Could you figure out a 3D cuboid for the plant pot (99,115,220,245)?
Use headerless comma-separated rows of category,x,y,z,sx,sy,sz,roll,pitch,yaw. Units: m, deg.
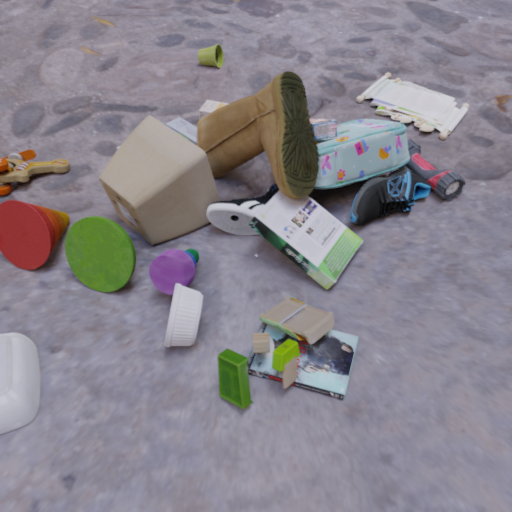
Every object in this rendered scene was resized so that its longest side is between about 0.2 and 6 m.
plant pot,-2.004,-1.361,11.288,1.640,1.853,1.851,-41,57,-20

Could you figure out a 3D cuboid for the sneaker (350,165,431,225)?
sneaker,2.822,-1.235,11.757,2.165,0.792,0.887,-35,55,-30

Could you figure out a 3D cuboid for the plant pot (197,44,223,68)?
plant pot,-1.380,-5.921,16.629,0.620,0.674,0.674,4,44,20

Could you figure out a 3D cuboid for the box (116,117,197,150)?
box,-2.083,-2.526,13.340,1.933,0.398,1.507,-35,55,-29

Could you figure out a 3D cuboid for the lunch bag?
lunch bag,1.791,-2.279,12.256,2.622,1.011,2.103,-18,24,-18

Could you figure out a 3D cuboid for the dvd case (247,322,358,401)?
dvd case,0.769,1.637,9.312,1.670,0.184,1.219,13,46,14

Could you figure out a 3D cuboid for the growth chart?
growth chart,4.161,-4.056,14.968,2.911,0.258,2.106,33,54,28

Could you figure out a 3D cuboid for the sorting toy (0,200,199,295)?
sorting toy,-2.905,-0.274,10.756,4.121,1.429,1.419,13,22,15

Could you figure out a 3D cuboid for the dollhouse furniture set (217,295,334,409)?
dollhouse furniture set,0.330,1.545,9.128,1.069,0.826,2.138,17,32,37

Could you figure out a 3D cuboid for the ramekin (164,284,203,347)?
ramekin,-1.206,1.025,9.369,0.495,1.064,1.064,11,44,-8

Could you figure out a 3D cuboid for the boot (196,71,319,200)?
boot,-0.080,-2.157,11.767,0.988,2.989,2.618,6,77,-38

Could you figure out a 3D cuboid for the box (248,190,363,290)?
box,0.977,-0.431,10.715,1.931,0.351,1.394,39,50,4

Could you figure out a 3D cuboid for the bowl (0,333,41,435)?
bowl,-4.316,1.952,8.686,1.720,0.643,1.723,-12,48,-11

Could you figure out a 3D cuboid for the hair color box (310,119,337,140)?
hair color box,1.111,-2.639,11.645,0.593,0.359,1.186,-15,21,-24

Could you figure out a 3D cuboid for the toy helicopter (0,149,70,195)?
toy helicopter,-5.226,-2.025,12.788,1.841,0.726,1.218,-9,35,-24

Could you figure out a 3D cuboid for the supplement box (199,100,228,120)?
supplement box,-0.956,-3.704,14.552,0.919,0.338,0.579,14,47,14

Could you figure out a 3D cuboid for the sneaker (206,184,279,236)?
sneaker,0.027,-1.021,11.573,2.022,0.739,1.131,8,50,-5

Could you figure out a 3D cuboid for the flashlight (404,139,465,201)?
flashlight,3.888,-2.007,12.651,0.633,0.635,1.870,-16,48,-17
